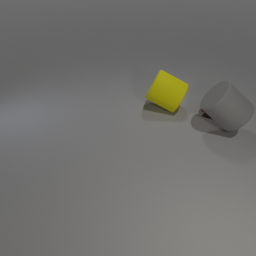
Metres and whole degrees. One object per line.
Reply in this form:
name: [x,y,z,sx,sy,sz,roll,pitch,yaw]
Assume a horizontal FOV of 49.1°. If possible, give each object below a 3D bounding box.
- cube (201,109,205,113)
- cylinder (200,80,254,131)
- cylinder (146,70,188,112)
cube: [3.710,-0.982,12.168,0.700,0.700,0.700,27,30,28]
cylinder: [3.716,-0.823,10.531,1.400,1.400,1.400,38,28,-16]
cylinder: [1.697,-1.609,12.285,1.400,1.400,1.400,28,34,-2]
